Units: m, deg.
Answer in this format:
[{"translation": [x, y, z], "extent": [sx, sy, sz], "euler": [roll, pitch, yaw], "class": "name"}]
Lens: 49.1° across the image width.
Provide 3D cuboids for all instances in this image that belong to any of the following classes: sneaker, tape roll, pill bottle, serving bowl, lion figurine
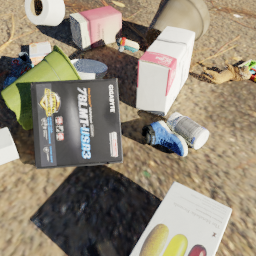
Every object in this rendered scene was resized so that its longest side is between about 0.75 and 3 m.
[{"translation": [1.033, 0.396, 8.603], "extent": [0.924, 0.638, 1.661], "euler": [-15, 42, -23], "class": "sneaker"}, {"translation": [-2.349, -3.386, 7.909], "extent": [0.937, 0.937, 0.643], "euler": [23, 25, 22], "class": "tape roll"}, {"translation": [-4.469, -2.302, 11.153], "extent": [0.825, 0.994, 2.080], "euler": [3, 44, 4], "class": "sneaker"}, {"translation": [1.872, 0.056, 8.925], "extent": [0.711, 0.711, 1.249], "euler": [-31, 52, -28], "class": "pill bottle"}, {"translation": [-1.657, -2.277, 11.353], "extent": [1.627, 0.535, 1.627], "euler": [7, 32, -4], "class": "serving bowl"}, {"translation": [3.909, -2.134, 11.344], "extent": [1.885, 0.683, 1.154], "euler": [-22, 55, -3], "class": "lion figurine"}]

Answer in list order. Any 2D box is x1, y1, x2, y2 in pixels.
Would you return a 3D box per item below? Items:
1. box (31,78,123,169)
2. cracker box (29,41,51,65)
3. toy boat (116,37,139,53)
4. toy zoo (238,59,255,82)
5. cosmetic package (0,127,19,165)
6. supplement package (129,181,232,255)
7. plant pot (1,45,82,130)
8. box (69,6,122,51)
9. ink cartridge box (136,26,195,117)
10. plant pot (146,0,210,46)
[{"translation": [-1.450, -0.134, 8.156], "extent": [2.471, 0.618, 2.489], "euler": [-3, 88, -3], "class": "box"}, {"translation": [-3.974, -3.431, 12.752], "extent": [0.921, 0.397, 1.375], "euler": [-10, 44, -10], "class": "cracker box"}, {"translation": [-0.072, -2.156, 7.366], "extent": [0.638, 0.353, 0.759], "euler": [21, 14, 13], "class": "toy boat"}, {"translation": [5.552, -2.276, 11.713], "extent": [1.156, 0.180, 1.761], "euler": [-29, 51, -27], "class": "toy zoo"}, {"translation": [-4.207, 0.711, 8.299], "extent": [1.625, 0.659, 0.917], "euler": [-19, 47, -20], "class": "cosmetic package"}, {"translation": [0.966, 2.633, 5.791], "extent": [1.403, 1.351, 2.466], "euler": [23, 49, 22], "class": "supplement package"}, {"translation": [-2.787, -1.123, 9.285], "extent": [2.286, 2.408, 2.408], "euler": [-33, 52, -13], "class": "plant pot"}, {"translation": [-1.506, -4.802, 13.439], "extent": [2.191, 1.401, 1.194], "euler": [-24, 49, -23], "class": "box"}, {"translation": [1.386, -2.134, 10.194], "extent": [1.170, 2.071, 2.827], "euler": [18, 47, 18], "class": "ink cartridge box"}, {"translation": [2.038, -4.548, 12.690], "extent": [2.547, 2.547, 2.210], "euler": [30, 67, 27], "class": "plant pot"}]
